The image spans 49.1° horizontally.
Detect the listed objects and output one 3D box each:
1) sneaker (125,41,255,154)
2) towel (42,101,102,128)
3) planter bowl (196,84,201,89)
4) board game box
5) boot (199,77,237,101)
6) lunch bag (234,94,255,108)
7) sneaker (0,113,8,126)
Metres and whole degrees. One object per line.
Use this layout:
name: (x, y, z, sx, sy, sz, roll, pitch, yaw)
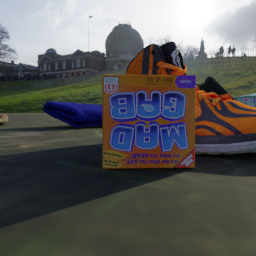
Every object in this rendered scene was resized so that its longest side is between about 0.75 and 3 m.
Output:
sneaker: (0.795, -0.455, 3.721, 2.604, 1.459, 1.010, 3, 5, 37)
towel: (-1.250, -0.408, 8.767, 1.711, 0.574, 2.318, 15, 10, 39)
planter bowl: (2.655, -0.839, 11.226, 1.551, 1.551, 1.044, 1, -24, 18)
board game box: (0.162, -0.080, 2.831, 0.828, 0.829, 0.828, 0, 4, -4)
boot: (2.920, -0.997, 9.652, 1.274, 1.050, 0.418, 48, 19, 17)
lunch bag: (5.620, -0.840, 11.632, 2.022, 1.233, 1.723, -4, 0, 30)
sneaker: (-4.680, -0.323, 8.950, 1.510, 0.532, 0.570, -1, 6, -5)
